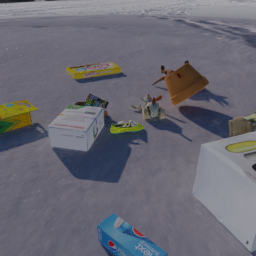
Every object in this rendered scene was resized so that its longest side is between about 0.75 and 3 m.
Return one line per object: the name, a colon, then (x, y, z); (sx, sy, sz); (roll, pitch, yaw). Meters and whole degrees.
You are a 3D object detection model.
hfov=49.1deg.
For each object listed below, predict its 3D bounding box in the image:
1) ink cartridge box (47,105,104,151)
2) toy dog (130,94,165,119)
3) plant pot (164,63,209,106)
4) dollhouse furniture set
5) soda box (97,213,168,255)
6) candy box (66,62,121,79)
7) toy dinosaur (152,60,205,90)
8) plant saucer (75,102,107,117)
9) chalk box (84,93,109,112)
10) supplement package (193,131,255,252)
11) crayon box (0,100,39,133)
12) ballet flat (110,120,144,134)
ink cartridge box: (-1.762, -0.060, 9.861); (1.374, 0.797, 1.897); (6, 29, 11)
toy dog: (0.926, -1.057, 11.653); (1.242, 0.907, 1.883); (-13, 31, -24)
plant pot: (2.363, -1.922, 11.915); (1.757, 1.230, 1.757); (-35, 2, 1)
dollhouse furniture set: (3.941, 0.320, 8.026); (2.347, 1.305, 2.076); (-17, 16, -30)
soda box: (0.048, 2.367, 5.616); (1.487, 0.477, 0.504); (25, 37, 37)
candy box: (-2.062, -3.506, 16.868); (2.977, 0.393, 1.521); (-14, 33, -24)
toy dinosaur: (2.583, -2.567, 14.435); (2.617, 1.123, 1.774); (-8, 35, -3)
plant saucer: (-1.518, -0.692, 11.370); (1.369, 0.220, 1.369); (18, 22, -7)
chalk box: (-1.311, -0.958, 11.167); (0.610, 0.614, 0.984); (27, 4, 19)
supplement package: (3.038, 1.267, 6.529); (2.113, 1.554, 2.020); (-11, 30, -23)
crayon box: (-4.715, -0.421, 10.814); (2.205, 0.560, 1.400); (-20, 34, -32)
ballet flat: (-0.031, -0.071, 10.294); (1.297, 0.435, 0.433); (-8, 29, -14)
